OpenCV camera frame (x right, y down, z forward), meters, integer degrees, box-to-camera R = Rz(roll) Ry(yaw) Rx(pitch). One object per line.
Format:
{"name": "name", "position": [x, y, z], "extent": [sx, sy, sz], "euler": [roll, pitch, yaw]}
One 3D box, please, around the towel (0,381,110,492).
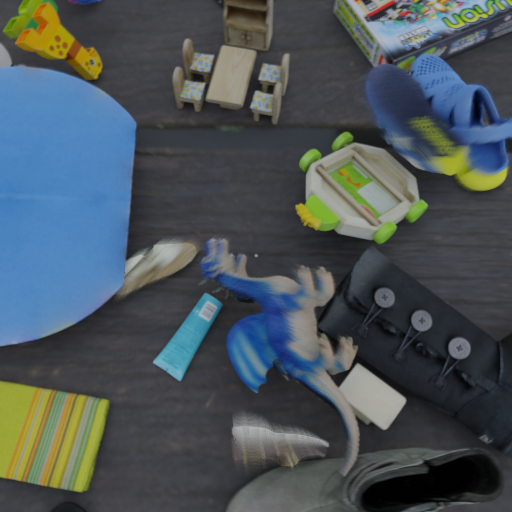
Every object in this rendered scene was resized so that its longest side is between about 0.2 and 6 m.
{"name": "towel", "position": [-3.951, 2.638, 8.628], "extent": [3.204, 0.289, 1.379], "euler": [9, 62, 5]}

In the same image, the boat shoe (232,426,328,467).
{"name": "boat shoe", "position": [0.349, 2.756, 7.984], "extent": [1.504, 0.540, 0.448], "euler": [17, 61, -23]}

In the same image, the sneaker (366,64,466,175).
{"name": "sneaker", "position": [2.563, -2.247, 9.607], "extent": [2.357, 0.969, 0.872], "euler": [43, 83, -25]}

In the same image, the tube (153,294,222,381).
{"name": "tube", "position": [-1.070, 1.288, 9.148], "extent": [0.547, 0.356, 1.411], "euler": [29, 76, 19]}

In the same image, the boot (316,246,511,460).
{"name": "boot", "position": [3.141, 0.980, 8.902], "extent": [3.575, 1.173, 2.946], "euler": [33, 69, 17]}

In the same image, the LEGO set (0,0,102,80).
{"name": "LEGO set", "position": [-3.759, -4.402, 11.074], "extent": [1.440, 1.550, 3.776], "euler": [11, 69, 38]}

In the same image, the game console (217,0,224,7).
{"name": "game console", "position": [-0.240, -6.046, 11.936], "extent": [1.508, 1.326, 0.878], "euler": [-35, 43, -14]}

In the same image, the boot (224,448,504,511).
{"name": "boot", "position": [1.186, 3.101, 7.300], "extent": [3.490, 2.280, 1.182], "euler": [-14, 68, -6]}

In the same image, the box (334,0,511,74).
{"name": "box", "position": [3.918, -5.263, 11.671], "extent": [3.991, 0.693, 2.197], "euler": [-25, 69, -10]}

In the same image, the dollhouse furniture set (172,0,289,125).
{"name": "dollhouse furniture set", "position": [-0.364, -3.952, 10.674], "extent": [2.004, 1.519, 2.286], "euler": [11, 68, 5]}

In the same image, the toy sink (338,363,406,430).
{"name": "toy sink", "position": [1.744, 2.214, 8.645], "extent": [0.913, 0.511, 0.595], "euler": [35, 71, 19]}

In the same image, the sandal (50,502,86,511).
{"name": "sandal", "position": [-2.762, 4.695, 7.570], "extent": [0.936, 0.562, 2.493], "euler": [8, 67, 3]}

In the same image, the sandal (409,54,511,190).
{"name": "sandal", "position": [3.835, -2.695, 10.268], "extent": [1.160, 1.270, 2.918], "euler": [-22, 68, -15]}

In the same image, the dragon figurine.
{"name": "dragon figurine", "position": [0.362, 1.341, 8.438], "extent": [1.891, 1.120, 3.804], "euler": [-26, 75, 31]}

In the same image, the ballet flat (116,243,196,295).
{"name": "ballet flat", "position": [-1.753, 0.130, 9.469], "extent": [1.586, 0.518, 0.559], "euler": [-30, 53, -15]}

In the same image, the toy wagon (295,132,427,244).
{"name": "toy wagon", "position": [1.623, -1.065, 9.622], "extent": [2.597, 0.514, 2.015], "euler": [-31, 69, -31]}

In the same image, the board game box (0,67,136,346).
{"name": "board game box", "position": [-4.120, -0.867, 9.750], "extent": [3.961, 0.976, 5.014], "euler": [1, 73, -4]}
